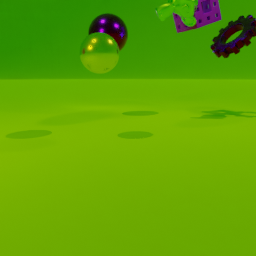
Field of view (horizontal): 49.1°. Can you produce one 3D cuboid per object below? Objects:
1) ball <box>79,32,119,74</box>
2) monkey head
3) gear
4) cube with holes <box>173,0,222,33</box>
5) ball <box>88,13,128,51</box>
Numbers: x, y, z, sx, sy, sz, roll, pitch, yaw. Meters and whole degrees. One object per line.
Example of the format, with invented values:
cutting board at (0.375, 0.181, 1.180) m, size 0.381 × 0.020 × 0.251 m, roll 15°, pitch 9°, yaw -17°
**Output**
ball at (-0.628, -1.649, 6.194) m, size 0.880 × 0.880 × 0.880 m, roll 0°, pitch 11°, yaw 0°
monkey head at (1.461, -3.766, 8.463) m, size 1.266 × 1.760 × 1.060 m, roll -26°, pitch 20°, yaw 18°
gear at (3.574, -3.085, 9.458) m, size 0.298 × 1.614 × 1.614 m, roll 38°, pitch -8°, yaw -27°
cube with holes at (2.302, -4.020, 9.567) m, size 1.101 × 1.101 × 1.101 m, roll -25°, pitch 20°, yaw -21°
ball at (-0.687, -3.245, 9.723) m, size 1.376 × 1.376 × 1.376 m, roll 0°, pitch 11°, yaw 0°
